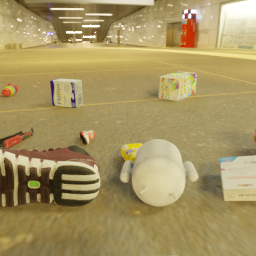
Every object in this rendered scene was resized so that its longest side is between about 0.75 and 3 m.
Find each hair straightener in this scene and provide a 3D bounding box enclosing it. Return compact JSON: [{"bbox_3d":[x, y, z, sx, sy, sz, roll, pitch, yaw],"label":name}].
[{"bbox_3d":[-3.295,0.229,8.183,0.557,0.296,1.448,6,21,16],"label":"hair straightener"}]

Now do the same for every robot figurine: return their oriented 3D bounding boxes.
[{"bbox_3d":[0.597,0.844,5.471,1.465,0.976,1.728,-4,19,8],"label":"robot figurine"}]

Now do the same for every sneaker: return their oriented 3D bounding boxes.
[{"bbox_3d":[-1.906,0.839,5.742,2.847,1.077,1.644,8,12,1],"label":"sneaker"},{"bbox_3d":[-1.140,0.250,8.183,0.413,0.257,0.770,-10,19,-18],"label":"sneaker"}]

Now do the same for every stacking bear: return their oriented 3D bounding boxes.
[{"bbox_3d":[-5.740,-1.775,13.472,0.546,0.511,0.899,24,22,-6],"label":"stacking bear"}]

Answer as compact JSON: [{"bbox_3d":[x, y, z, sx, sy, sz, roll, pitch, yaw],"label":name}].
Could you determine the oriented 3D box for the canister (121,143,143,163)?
[{"bbox_3d":[0.226,0.692,6.782,0.657,0.383,0.884,-4,19,-14],"label":"canister"}]

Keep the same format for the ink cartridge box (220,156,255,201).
[{"bbox_3d":[2.258,1.040,5.533,0.774,0.456,1.345,-6,17,18],"label":"ink cartridge box"}]

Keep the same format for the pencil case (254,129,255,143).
[{"bbox_3d":[3.999,0.500,6.192,1.176,1.229,2.841,27,16,-12],"label":"pencil case"}]

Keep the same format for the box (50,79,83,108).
[{"bbox_3d":[-2.567,-1.471,11.745,1.185,1.090,0.622,7,21,20],"label":"box"}]

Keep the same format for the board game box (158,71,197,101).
[{"bbox_3d":[2.398,-2.031,13.357,1.033,1.051,2.005,13,24,33],"label":"board game box"}]
